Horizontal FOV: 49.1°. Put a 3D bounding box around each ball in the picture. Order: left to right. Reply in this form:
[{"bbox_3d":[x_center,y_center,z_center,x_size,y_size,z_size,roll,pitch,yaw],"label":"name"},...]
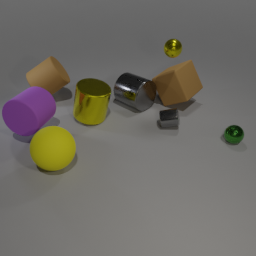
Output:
[{"bbox_3d":[-2.351,0.636,8.805,1.400,1.400,1.400,0,32,0],"label":"ball"},{"bbox_3d":[1.691,-2.997,10.540,0.700,0.700,0.700,0,32,0],"label":"ball"},{"bbox_3d":[3.883,0.233,10.259,0.700,0.700,0.700,0,32,0],"label":"ball"}]

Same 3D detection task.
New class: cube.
[{"bbox_3d":[2.211,-1.991,12.511,1.400,1.400,1.400,-38,18,-36],"label":"cube"}]

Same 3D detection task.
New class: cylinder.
[{"bbox_3d":[-3.550,-0.627,10.183,1.400,1.400,1.400,7,29,11],"label":"cylinder"},{"bbox_3d":[-3.583,-2.271,12.643,1.400,1.400,1.400,-32,33,8],"label":"cylinder"},{"bbox_3d":[-1.478,-1.082,11.397,1.400,1.400,1.400,10,38,-8],"label":"cylinder"},{"bbox_3d":[0.318,-1.633,12.522,1.400,1.400,1.400,28,42,36],"label":"cylinder"},{"bbox_3d":[1.651,-0.393,11.066,0.700,0.700,0.700,-9,30,16],"label":"cylinder"}]
